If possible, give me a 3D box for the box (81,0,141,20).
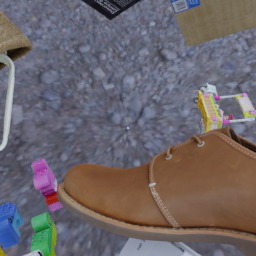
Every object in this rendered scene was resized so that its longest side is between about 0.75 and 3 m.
[{"bbox_3d":[-0.387,-3.118,5.145,1.946,2.722,0.491,25,75,-31],"label":"box"}]

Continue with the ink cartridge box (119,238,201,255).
[{"bbox_3d":[0.614,2.202,3.306,1.898,0.815,1.390,41,77,-29],"label":"ink cartridge box"}]

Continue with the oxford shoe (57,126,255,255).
[{"bbox_3d":[0.594,0.495,2.692,2.953,1.053,1.053,1,96,25],"label":"oxford shoe"}]

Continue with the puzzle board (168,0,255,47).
[{"bbox_3d":[1.648,-2.323,5.142,1.600,2.123,0.185,-12,70,21],"label":"puzzle board"}]

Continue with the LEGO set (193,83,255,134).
[{"bbox_3d":[1.239,0.109,3.450,0.591,0.731,1.589,-6,67,4],"label":"LEGO set"}]

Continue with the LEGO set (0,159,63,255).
[{"bbox_3d":[-1.520,1.246,3.591,1.006,1.082,2.637,-21,22,-5],"label":"LEGO set"}]

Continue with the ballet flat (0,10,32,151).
[{"bbox_3d":[-1.759,0.133,2.613,1.063,0.997,2.939,27,73,-21],"label":"ballet flat"}]
